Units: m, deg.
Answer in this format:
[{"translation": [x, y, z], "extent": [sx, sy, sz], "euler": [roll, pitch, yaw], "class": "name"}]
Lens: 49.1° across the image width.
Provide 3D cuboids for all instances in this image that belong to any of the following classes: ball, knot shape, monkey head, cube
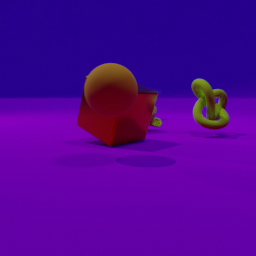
[{"translation": [-0.230, -0.511, 3.820], "extent": [0.726, 0.726, 0.726], "euler": [0, 7, 0], "class": "ball"}, {"translation": [1.795, -0.428, 6.080], "extent": [0.556, 1.126, 1.203], "euler": [-25, -49, 37], "class": "knot shape"}, {"translation": [0.246, -0.183, 6.826], "extent": [1.342, 0.966, 0.809], "euler": [4, -32, -8], "class": "monkey head"}, {"translation": [-0.210, -0.348, 5.179], "extent": [0.975, 0.975, 0.975], "euler": [29, 23, 35], "class": "cube"}]

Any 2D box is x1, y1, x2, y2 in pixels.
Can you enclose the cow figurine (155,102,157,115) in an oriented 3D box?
[{"translation": [0.090, -0.844, 9.911], "extent": [1.604, 0.880, 1.578], "euler": [-4, -16, 31], "class": "cow figurine"}]
